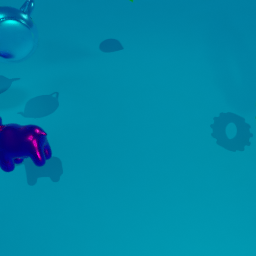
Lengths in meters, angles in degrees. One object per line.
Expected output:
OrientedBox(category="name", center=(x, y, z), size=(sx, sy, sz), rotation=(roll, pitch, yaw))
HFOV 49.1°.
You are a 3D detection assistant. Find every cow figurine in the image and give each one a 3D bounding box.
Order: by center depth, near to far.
OrientedBox(category="cow figurine", center=(-2.222, 0.101, 5.271), size=(1.412, 1.390, 0.775), rotation=(-10, 15, 8))

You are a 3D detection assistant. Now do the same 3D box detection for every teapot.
OrientedBox(category="teapot", center=(-2.568, -1.952, 5.921), size=(1.880, 1.169, 0.921), rotation=(-47, 46, 9))

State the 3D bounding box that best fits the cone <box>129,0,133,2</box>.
OrientedBox(category="cone", center=(-0.092, -4.571, 9.132), size=(1.145, 1.150, 1.145), rotation=(-16, 52, 22))
